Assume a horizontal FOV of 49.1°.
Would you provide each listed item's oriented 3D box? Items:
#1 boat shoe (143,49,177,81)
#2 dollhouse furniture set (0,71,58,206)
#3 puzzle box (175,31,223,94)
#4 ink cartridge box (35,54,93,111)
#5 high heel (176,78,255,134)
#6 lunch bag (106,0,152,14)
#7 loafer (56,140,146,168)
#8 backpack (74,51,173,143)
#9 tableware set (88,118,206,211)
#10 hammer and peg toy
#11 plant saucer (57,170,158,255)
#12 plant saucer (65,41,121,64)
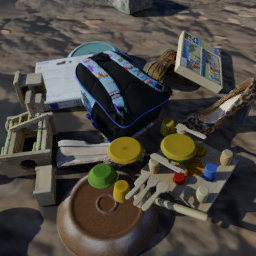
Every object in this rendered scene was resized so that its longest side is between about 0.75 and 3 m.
[{"bbox_3d":[1.443,-2.320,10.702,0.778,0.823,2.289,31,47,19],"label":"boat shoe"},{"bbox_3d":[-2.736,0.270,7.030,1.453,2.312,2.614,-7,44,-6],"label":"dollhouse furniture set"},{"bbox_3d":[2.784,-2.635,10.871,1.838,0.351,2.762,25,45,-10],"label":"puzzle box"},{"bbox_3d":[-2.242,-1.640,9.988,2.211,0.488,2.252,-8,50,2],"label":"ink cartridge box"},{"bbox_3d":[2.667,-0.700,8.426,2.418,1.724,0.863,-9,45,-9],"label":"high heel"},{"bbox_3d":[0.006,-7.308,15.433,1.814,1.300,2.212,-30,48,-30],"label":"lunch bag"},{"bbox_3d":[-0.754,0.826,7.646,2.423,0.871,0.762,4,71,6],"label":"loafer"},{"bbox_3d":[-0.363,-0.992,8.288,2.285,1.684,2.503,-35,72,-31],"label":"backpack"},{"bbox_3d":[0.487,0.740,7.057,1.964,0.447,2.916,27,51,27],"label":"tableware set"},{"bbox_3d":[1.383,1.288,7.001,1.947,0.933,2.647,28,53,25],"label":"hammer and peg toy"},{"bbox_3d":[-0.496,1.907,6.720,2.472,0.452,2.472,-1,44,1],"label":"plant saucer"},{"bbox_3d":[-1.346,-2.641,11.021,2.400,0.329,2.400,-2,56,4],"label":"plant saucer"}]
